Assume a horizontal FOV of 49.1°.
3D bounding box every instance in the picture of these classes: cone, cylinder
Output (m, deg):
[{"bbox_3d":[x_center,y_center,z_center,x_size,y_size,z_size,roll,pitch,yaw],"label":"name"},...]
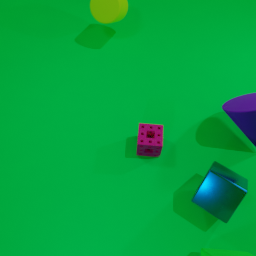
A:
[{"bbox_3d":[3.711,-0.035,8.173,1.592,1.598,1.592,-16,17,5],"label":"cone"},{"bbox_3d":[-0.673,-4.442,10.237,1.131,1.131,1.131,14,27,9],"label":"cylinder"}]

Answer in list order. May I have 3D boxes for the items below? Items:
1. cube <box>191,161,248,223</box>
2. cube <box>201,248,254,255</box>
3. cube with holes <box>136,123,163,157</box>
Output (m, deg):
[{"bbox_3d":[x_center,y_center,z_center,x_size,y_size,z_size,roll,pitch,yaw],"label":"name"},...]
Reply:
[{"bbox_3d":[2.357,1.597,7.168,0.990,0.990,0.990,31,108,18],"label":"cube"},{"bbox_3d":[2.239,3.329,6.058,1.127,1.127,1.127,3,76,4],"label":"cube"},{"bbox_3d":[0.640,0.367,8.309,0.711,0.711,0.711,5,59,1],"label":"cube with holes"}]
